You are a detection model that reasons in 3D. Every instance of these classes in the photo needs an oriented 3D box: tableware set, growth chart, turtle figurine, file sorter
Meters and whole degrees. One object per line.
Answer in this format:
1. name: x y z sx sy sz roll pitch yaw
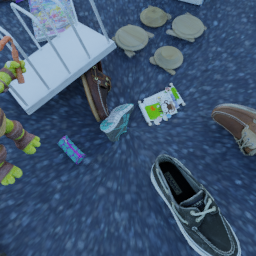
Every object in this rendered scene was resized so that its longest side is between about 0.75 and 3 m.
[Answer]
1. tableware set: 1.009 -2.935 8.781 2.241 0.311 2.683 31 66 14
2. growth chart: 0.935 -0.634 7.734 1.285 0.114 0.930 -28 68 -13
3. turtle figurine: -2.444 0.054 4.775 0.944 2.364 2.931 5 55 7
4. file sorter: -2.225 -2.232 7.144 2.885 1.796 2.002 -41 50 -11

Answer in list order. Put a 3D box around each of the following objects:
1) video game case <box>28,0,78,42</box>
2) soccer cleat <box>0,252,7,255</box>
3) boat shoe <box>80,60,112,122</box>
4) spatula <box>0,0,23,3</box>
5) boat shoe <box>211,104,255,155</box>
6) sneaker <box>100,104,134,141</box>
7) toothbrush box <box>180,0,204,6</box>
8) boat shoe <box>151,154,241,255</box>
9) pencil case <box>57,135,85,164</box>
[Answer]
1. video game case: -2.456 -3.743 9.251 1.428 0.180 1.994 -15 64 -7
2. soccer cleat: -3.436 2.476 5.853 1.926 0.673 0.832 36 69 16
3. boat shoe: -0.858 -1.260 7.638 0.811 0.812 2.306 -18 64 -4
4. spatula: -4.076 -4.410 9.627 1.060 0.109 0.300 -7 62 -3
5. boat shoe: 3.128 0.232 6.869 2.437 0.923 0.875 30 69 16
6. sneaker: -0.211 -0.147 7.311 0.519 0.610 1.338 -2 34 38
7. toothbrush box: 2.050 -5.774 9.728 1.974 1.150 2.697 19 64 9
8. boat shoe: 1.416 1.746 6.109 0.954 0.859 2.697 -34 68 -16
9. pencil case: -1.413 0.541 7.002 0.764 0.353 0.325 42 62 17
